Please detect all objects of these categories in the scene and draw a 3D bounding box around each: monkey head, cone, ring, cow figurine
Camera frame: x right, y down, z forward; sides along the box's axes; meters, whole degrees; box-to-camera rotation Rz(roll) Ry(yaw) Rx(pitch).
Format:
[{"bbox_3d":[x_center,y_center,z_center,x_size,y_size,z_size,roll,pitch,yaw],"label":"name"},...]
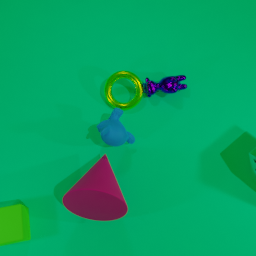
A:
[{"bbox_3d":[-0.324,0.006,7.723,0.821,1.362,0.980,40,104,40],"label":"monkey head"},{"bbox_3d":[-0.710,1.303,7.239,1.584,1.584,1.590,6,48,2],"label":"cone"},{"bbox_3d":[-0.131,-1.147,8.594,1.224,0.245,1.224,1,98,4],"label":"ring"},{"bbox_3d":[1.110,-1.330,8.723,1.162,1.144,0.638,-20,105,-42],"label":"cow figurine"}]

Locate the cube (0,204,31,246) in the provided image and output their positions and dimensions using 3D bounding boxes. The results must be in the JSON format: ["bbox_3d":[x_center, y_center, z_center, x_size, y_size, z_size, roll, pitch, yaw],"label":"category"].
[{"bbox_3d":[-3.019,2.480,7.108,0.851,0.851,0.851,-9,69,-10],"label":"cube"}]

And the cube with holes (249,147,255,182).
[{"bbox_3d":[4.101,0.959,7.300,1.184,1.184,1.184,-37,38,-13],"label":"cube with holes"}]
